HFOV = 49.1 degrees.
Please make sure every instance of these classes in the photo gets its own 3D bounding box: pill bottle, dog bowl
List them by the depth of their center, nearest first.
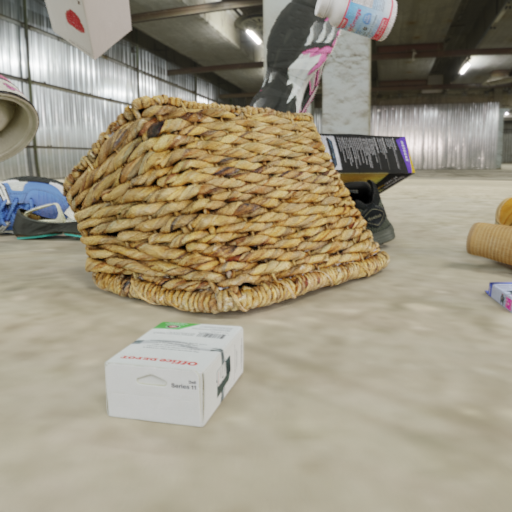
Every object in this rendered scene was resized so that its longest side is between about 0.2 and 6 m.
[{"bbox_3d":[1.511,-3.750,8.563,1.144,0.622,0.622,13,8,-9],"label":"pill bottle"},{"bbox_3d":[-4.293,-2.119,8.620,1.705,0.629,1.705,-28,-16,-9],"label":"dog bowl"}]

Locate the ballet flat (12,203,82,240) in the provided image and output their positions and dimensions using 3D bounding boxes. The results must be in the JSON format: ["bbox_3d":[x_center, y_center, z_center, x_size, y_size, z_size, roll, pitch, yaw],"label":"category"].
[{"bbox_3d":[-3.863,-0.686,11.284,2.170,0.742,0.738,1,8,1],"label":"ballet flat"}]

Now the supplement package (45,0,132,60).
[{"bbox_3d":[-2.145,-3.307,7.051,0.779,0.769,1.285,36,-22,8],"label":"supplement package"}]

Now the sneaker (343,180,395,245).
[{"bbox_3d":[2.005,-0.904,10.935,0.832,1.247,2.177,-19,8,0],"label":"sneaker"}]

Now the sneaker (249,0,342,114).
[{"bbox_3d":[0.739,-3.604,11.037,1.252,3.116,1.345,31,16,8],"label":"sneaker"}]

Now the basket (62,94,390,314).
[{"bbox_3d":[-0.448,-0.271,7.717,2.598,2.711,3.640,-34,-13,37],"label":"basket"}]

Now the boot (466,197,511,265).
[{"bbox_3d":[4.546,-0.204,8.410,2.008,0.987,2.804,14,19,34],"label":"boot"}]

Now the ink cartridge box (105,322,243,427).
[{"bbox_3d":[-0.524,0.772,3.845,0.679,0.385,0.926,3,10,14],"label":"ink cartridge box"}]

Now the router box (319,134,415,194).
[{"bbox_3d":[1.213,-1.436,11.697,2.558,0.850,3.254,-5,-14,-28],"label":"router box"}]

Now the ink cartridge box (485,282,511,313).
[{"bbox_3d":[3.015,0.454,6.319,0.576,0.203,0.966,1,8,5],"label":"ink cartridge box"}]

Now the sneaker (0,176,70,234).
[{"bbox_3d":[-5.503,-0.885,11.772,3.527,1.335,1.358,-2,29,-4],"label":"sneaker"}]
